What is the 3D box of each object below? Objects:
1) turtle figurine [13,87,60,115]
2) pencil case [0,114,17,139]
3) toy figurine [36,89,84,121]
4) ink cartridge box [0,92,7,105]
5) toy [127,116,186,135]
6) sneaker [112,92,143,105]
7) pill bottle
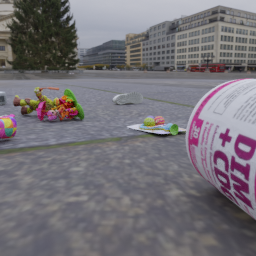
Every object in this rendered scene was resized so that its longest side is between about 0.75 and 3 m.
[{"bbox_3d":[-3.050,-0.801,10.058,1.724,0.688,2.137,-5,-16,9],"label":"turtle figurine"},{"bbox_3d":[-3.158,-0.028,6.260,0.597,0.597,1.351,6,6,27],"label":"pencil case"},{"bbox_3d":[-2.326,-0.548,9.231,1.272,1.037,1.382,-23,47,-30],"label":"toy figurine"},{"bbox_3d":[-7.467,-1.305,12.753,2.815,0.803,2.288,8,14,15],"label":"ink cartridge box"},{"bbox_3d":[0.774,-0.125,7.772,0.930,0.381,1.615,-7,14,-32],"label":"toy"},{"bbox_3d":[0.000,-1.450,13.720,1.567,0.599,0.631,-5,3,-29],"label":"sneaker"},{"bbox_3d":[1.776,0.351,2.675,1.536,1.536,2.709,-3,12,-12],"label":"pill bottle"}]
